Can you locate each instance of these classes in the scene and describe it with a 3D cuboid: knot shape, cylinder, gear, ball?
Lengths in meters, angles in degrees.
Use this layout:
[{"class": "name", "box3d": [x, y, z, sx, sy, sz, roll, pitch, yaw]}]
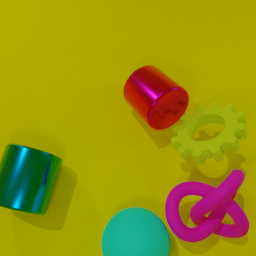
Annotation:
[{"class": "knot shape", "box3d": [1.600, 1.670, 5.763, 1.719, 0.849, 1.838, -6, 118, -9]}, {"class": "cylinder", "box3d": [-2.242, 1.131, 6.176, 1.268, 1.268, 1.268, 13, 74, 4]}, {"class": "gear", "box3d": [1.677, 0.077, 5.885, 1.513, 0.280, 1.513, -22, 35, 16]}, {"class": "cylinder", "box3d": [0.644, -0.723, 6.603, 1.142, 1.142, 1.142, -33, 50, -9]}, {"class": "ball", "box3d": [0.159, 2.339, 5.695, 1.400, 1.400, 1.400, 0, 74, 0]}]
